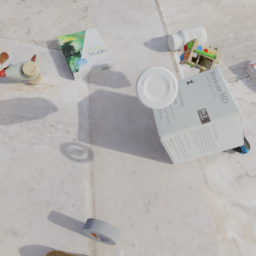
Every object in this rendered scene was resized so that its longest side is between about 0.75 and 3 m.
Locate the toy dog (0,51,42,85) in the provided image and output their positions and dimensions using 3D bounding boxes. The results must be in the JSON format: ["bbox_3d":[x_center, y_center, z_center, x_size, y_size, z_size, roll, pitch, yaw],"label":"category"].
[{"bbox_3d":[-4.991,-2.756,12.255,2.613,1.724,1.259,10,73,-30],"label":"toy dog"}]

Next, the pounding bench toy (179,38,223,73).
[{"bbox_3d":[2.611,-2.632,10.082,1.114,1.429,0.887,19,92,-13],"label":"pounding bench toy"}]

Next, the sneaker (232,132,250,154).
[{"bbox_3d":[4.146,-0.051,10.969,0.962,0.860,2.349,-17,55,-12],"label":"sneaker"}]

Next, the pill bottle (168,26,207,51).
[{"bbox_3d":[2.966,-4.485,14.147,1.759,1.006,1.006,-16,55,-12],"label":"pill bottle"}]

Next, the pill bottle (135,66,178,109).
[{"bbox_3d":[0.780,-1.160,7.922,1.092,1.092,1.962,5,11,4],"label":"pill bottle"}]

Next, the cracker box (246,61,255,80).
[{"bbox_3d":[6.606,-2.419,12.907,1.275,0.549,1.903,-21,57,-15],"label":"cracker box"}]

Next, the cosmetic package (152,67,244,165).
[{"bbox_3d":[2.398,-0.352,9.929,2.593,2.139,2.137,-20,52,13],"label":"cosmetic package"}]

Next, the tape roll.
[{"bbox_3d":[-0.811,3.138,8.463,1.096,1.096,0.362,16,54,11],"label":"tape roll"}]

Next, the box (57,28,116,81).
[{"bbox_3d":[-2.093,-3.746,13.895,2.142,0.539,2.967,-19,55,-14],"label":"box"}]

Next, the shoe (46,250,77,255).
[{"bbox_3d":[-1.216,4.192,8.028,2.482,0.868,0.663,13,100,7],"label":"shoe"}]
